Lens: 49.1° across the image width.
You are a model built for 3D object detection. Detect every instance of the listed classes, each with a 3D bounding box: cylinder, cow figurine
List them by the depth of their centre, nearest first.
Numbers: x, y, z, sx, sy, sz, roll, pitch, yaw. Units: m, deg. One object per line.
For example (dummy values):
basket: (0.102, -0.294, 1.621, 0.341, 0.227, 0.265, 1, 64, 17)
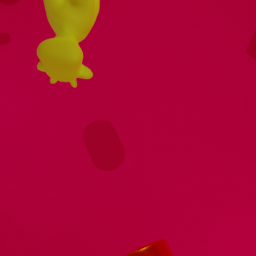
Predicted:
cylinder: (0.245, 1.992, 3.398, 0.939, 0.939, 0.939, -25, 65, -2)
cow figurine: (-0.843, -1.508, 4.188, 0.854, 1.557, 1.532, 10, 128, 0)
